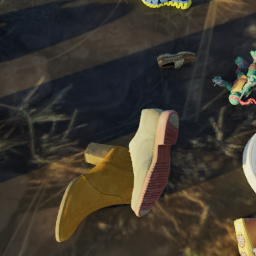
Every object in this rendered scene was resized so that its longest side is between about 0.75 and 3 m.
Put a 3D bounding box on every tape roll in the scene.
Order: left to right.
[{"bbox_3d":[4.589,1.035,7.902,2.583,0.472,2.583,0,65,0],"label":"tape roll"}]

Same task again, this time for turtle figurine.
[{"bbox_3d":[3.489,-1.449,8.760,1.521,1.023,2.032,6,56,48],"label":"turtle figurine"}]

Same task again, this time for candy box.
[{"bbox_3d":[3.533,3.397,6.765,1.367,0.661,2.343,-3,64,0],"label":"candy box"}]

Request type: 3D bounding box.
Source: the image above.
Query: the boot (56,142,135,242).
[{"bbox_3d":[-0.454,1.752,7.282,2.058,1.011,2.874,15,62,9],"label":"boot"}]

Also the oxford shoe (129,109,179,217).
[{"bbox_3d":[0.333,0.557,4.790,0.676,0.648,1.832,15,87,34],"label":"oxford shoe"}]

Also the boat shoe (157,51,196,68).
[{"bbox_3d":[1.630,-2.224,9.387,1.279,0.484,0.473,-4,71,7],"label":"boat shoe"}]

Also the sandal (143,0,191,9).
[{"bbox_3d":[1.443,-4.974,10.390,1.882,0.819,0.748,0,68,2],"label":"sandal"}]
